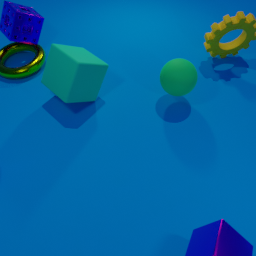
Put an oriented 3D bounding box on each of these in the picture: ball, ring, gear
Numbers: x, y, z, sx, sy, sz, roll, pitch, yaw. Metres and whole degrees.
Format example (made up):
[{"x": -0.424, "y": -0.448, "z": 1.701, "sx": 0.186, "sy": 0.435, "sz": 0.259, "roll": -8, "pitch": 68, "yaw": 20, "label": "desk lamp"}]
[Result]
[{"x": 1.497, "y": -1.497, "z": 8.313, "sx": 1.109, "sy": 1.109, "sz": 1.109, "roll": 0, "pitch": 51, "yaw": 0, "label": "ball"}, {"x": -3.818, "y": -2.435, "z": 9.859, "sx": 1.836, "sy": 0.367, "sz": 1.836, "roll": -2, "pitch": 53, "yaw": 2, "label": "ring"}, {"x": 3.501, "y": -3.104, "z": 9.512, "sx": 1.767, "sy": 1.767, "sz": 0.327, "roll": -7, "pitch": 63, "yaw": -6, "label": "gear"}]

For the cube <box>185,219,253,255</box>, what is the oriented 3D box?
[{"x": 1.732, "y": 2.447, "z": 5.380, "sx": 0.855, "sy": 0.855, "sz": 0.855, "roll": 42, "pitch": 44, "yaw": -4, "label": "cube"}]

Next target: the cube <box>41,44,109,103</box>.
[{"x": -1.597, "y": -1.623, "z": 8.392, "sx": 1.265, "sy": 1.265, "sz": 1.265, "roll": 38, "pitch": 28, "yaw": 26, "label": "cube"}]

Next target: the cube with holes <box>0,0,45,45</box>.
[{"x": -3.652, "y": -3.575, "z": 9.589, "sx": 0.992, "sy": 0.992, "sz": 0.992, "roll": -5, "pitch": 40, "yaw": -46, "label": "cube with holes"}]
